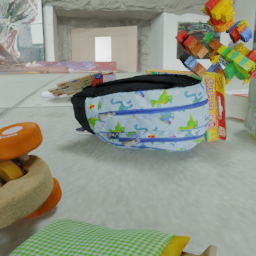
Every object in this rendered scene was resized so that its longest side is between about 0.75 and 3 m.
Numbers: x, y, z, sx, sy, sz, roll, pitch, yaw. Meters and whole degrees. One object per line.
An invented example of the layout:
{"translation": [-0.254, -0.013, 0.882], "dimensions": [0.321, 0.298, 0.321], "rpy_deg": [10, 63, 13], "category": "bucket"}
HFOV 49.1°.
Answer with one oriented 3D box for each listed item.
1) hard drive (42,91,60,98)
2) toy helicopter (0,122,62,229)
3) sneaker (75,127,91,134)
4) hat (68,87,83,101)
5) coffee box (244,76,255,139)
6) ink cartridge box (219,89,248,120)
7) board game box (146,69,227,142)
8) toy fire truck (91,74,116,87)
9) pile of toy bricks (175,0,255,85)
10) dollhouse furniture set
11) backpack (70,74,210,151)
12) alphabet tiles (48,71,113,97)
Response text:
{"translation": [-3.755, -1.645, 13.640], "dimensions": [0.826, 0.159, 1.253], "rpy_deg": [-4, 14, -15], "category": "hard drive"}
{"translation": [-1.915, 0.776, 2.708], "dimensions": [2.377, 0.938, 1.572], "rpy_deg": [-9, 22, 6], "category": "toy helicopter"}
{"translation": [-0.883, -0.010, 6.608], "dimensions": [0.753, 0.299, 0.295], "rpy_deg": [1, 15, 10], "category": "sneaker"}
{"translation": [-2.005, -1.286, 12.339], "dimensions": [0.919, 0.809, 0.761], "rpy_deg": [36, 7, -12], "category": "hat"}
{"translation": [3.532, -0.509, 6.153], "dimensions": [1.452, 1.455, 1.438], "rpy_deg": [3, 13, 8], "category": "coffee box"}
{"translation": [4.050, -0.794, 8.840], "dimensions": [2.248, 0.759, 1.309], "rpy_deg": [-9, 17, -27], "category": "ink cartridge box"}
{"translation": [1.288, -0.670, 6.855], "dimensions": [0.449, 1.431, 2.995], "rpy_deg": [-15, 18, -21], "category": "board game box"}
{"translation": [-1.065, -1.686, 11.693], "dimensions": [0.769, 1.151, 1.371], "rpy_deg": [13, 18, 42], "category": "toy fire truck"}
{"translation": [1.892, -1.248, 5.081], "dimensions": [1.149, 1.291, 2.328], "rpy_deg": [48, 12, 31], "category": "pile of toy bricks"}
{"translation": [-0.375, 0.796, 1.467], "dimensions": [1.467, 1.123, 2.239], "rpy_deg": [6, 15, 23], "category": "dollhouse furniture set"}
{"translation": [0.412, -0.357, 5.551], "dimensions": [2.374, 1.825, 1.936], "rpy_deg": [-17, -1, 34], "category": "backpack"}
{"translation": [-2.011, -1.938, 12.466], "dimensions": [2.860, 0.091, 2.380], "rpy_deg": [-17, -3, -3], "category": "alphabet tiles"}
